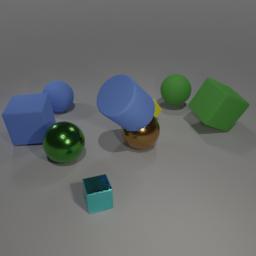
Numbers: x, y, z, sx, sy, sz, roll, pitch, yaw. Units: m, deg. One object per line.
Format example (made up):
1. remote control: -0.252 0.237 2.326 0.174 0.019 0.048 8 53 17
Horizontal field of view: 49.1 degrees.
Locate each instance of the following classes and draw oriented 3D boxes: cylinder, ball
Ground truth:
1. cylinder: -0.044 -0.766 8.925 1.400 1.400 1.400 26 -5 37
2. ball: -2.146 0.476 9.404 1.400 1.400 1.400 0 30 0
3. ball: 2.187 -1.756 12.799 1.400 1.400 1.400 0 30 0
4. ball: 0.450 0.067 10.059 1.400 1.400 1.400 0 30 0
5. ball: -3.144 -1.422 12.597 1.400 1.400 1.400 0 30 0

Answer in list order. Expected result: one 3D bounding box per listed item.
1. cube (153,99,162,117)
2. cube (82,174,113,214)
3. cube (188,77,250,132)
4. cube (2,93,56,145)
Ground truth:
1. cube: 0.839 -0.791 11.706 0.700 0.700 0.700 -49 37 -12
2. cube: -0.843 1.820 7.779 0.700 0.700 0.700 -10 32 -17
3. cube: 3.561 -0.913 11.101 1.400 1.400 1.400 14 31 -32
4. cube: -3.648 -0.352 10.535 1.400 1.400 1.400 -5 35 -1
